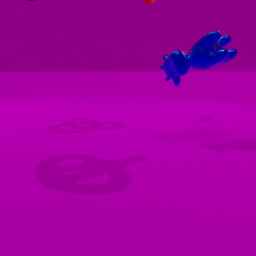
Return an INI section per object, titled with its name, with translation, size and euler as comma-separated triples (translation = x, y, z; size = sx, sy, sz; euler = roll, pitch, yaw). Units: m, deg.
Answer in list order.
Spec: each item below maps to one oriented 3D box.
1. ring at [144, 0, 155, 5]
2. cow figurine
[ring]
translation = 0.531, -4.396, 8.634
size = 0.231, 1.153, 1.153
euler = -14, 4, 30
[cow figurine]
translation = 1.427, -1.420, 5.801
size = 1.337, 0.746, 1.359
euler = -26, -6, 38
